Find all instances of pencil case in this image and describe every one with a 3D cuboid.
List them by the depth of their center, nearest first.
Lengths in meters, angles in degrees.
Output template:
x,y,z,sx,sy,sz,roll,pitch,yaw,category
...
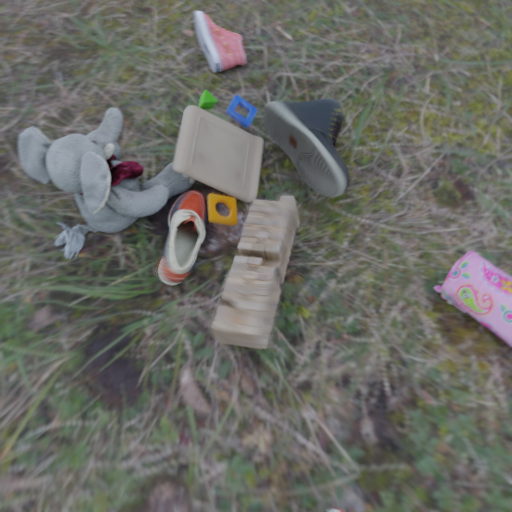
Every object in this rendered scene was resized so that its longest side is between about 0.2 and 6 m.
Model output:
x,y,z,sx,sy,sz,roll,pitch,yaw,category
3.972,0.883,8.888,0.964,0.964,2.205,-40,66,-21,pencil case

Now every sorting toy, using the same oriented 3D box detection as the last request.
x,y,z,sx,sy,sz,roll,pitch,yaw,category
-0.723,-1.867,10.580,1.668,0.403,2.962,19,60,-23,sorting toy

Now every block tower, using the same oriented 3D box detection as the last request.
x,y,z,sx,sy,sz,roll,pitch,yaw,category
0.045,0.233,9.211,0.782,0.730,2.704,7,55,17,block tower

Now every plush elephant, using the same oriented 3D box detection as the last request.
x,y,z,sx,sy,sz,roll,pitch,yaw,category
-2.725,-1.497,9.599,2.245,2.111,2.726,28,63,16,plush elephant

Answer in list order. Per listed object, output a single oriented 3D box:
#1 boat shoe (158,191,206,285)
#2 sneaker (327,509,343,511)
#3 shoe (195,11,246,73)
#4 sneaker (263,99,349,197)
x,y,z,sx,sy,sz,roll,pitch,yaw,category
-1.211,-0.412,9.687,0.682,0.599,1.916,22,56,-15,boat shoe
-0.191,4.194,6.601,3.422,1.332,1.406,-35,64,-20,sneaker
-0.811,-4.857,12.569,0.778,0.611,1.711,-16,65,-11,shoe
1.302,-2.184,10.408,1.366,0.962,2.572,-18,54,-20,sneaker
